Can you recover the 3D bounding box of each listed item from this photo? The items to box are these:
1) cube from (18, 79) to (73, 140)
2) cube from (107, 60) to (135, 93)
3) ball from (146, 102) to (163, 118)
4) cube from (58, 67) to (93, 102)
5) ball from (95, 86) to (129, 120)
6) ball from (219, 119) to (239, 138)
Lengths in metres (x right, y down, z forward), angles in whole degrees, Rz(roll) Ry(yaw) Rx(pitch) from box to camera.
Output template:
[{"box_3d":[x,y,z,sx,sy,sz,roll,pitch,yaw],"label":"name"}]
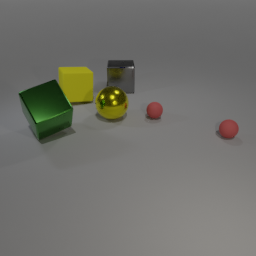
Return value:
[{"box_3d":[-2.962,-0.649,10.225,1.400,1.400,1.400,-26,73,-24],"label":"cube"},{"box_3d":[-0.374,-2.731,14.813,1.400,1.400,1.400,-1,28,-1],"label":"cube"},{"box_3d":[1.129,-0.759,11.865,0.700,0.700,0.700,0,28,0],"label":"ball"},{"box_3d":[-2.514,-2.113,13.445,1.400,1.400,1.400,-5,24,-21],"label":"cube"},{"box_3d":[-0.667,-1.042,11.709,1.400,1.400,1.400,0,28,0],"label":"ball"},{"box_3d":[3.755,0.028,10.443,0.700,0.700,0.700,0,28,0],"label":"ball"}]
